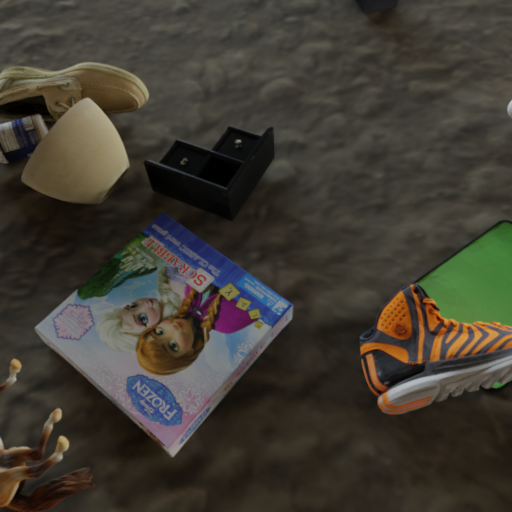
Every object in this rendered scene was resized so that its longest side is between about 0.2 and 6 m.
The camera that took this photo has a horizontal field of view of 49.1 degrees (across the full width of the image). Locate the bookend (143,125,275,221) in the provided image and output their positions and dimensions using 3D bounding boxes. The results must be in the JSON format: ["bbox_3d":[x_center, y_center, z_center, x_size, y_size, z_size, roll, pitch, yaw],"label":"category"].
[{"bbox_3d":[-0.709,-1.558,9.112,1.533,0.711,1.543,22,60,18],"label":"bookend"}]

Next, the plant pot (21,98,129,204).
[{"bbox_3d":[-2.657,-1.449,8.751,1.104,1.645,1.645,38,62,-12],"label":"plant pot"}]

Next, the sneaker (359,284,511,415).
[{"bbox_3d":[2.666,0.972,7.399,2.714,1.053,1.521,-14,60,-6],"label":"sneaker"}]

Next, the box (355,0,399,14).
[{"bbox_3d":[2.479,-5.531,11.690,0.778,0.479,0.771,-16,60,-9],"label":"box"}]

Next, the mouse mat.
[{"bbox_3d":[3.583,0.629,8.208,2.391,0.090,1.924,-32,64,-16],"label":"mouse mat"}]

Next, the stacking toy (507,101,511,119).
[{"bbox_3d":[5.461,-2.482,9.573,2.134,1.559,1.559,4,57,25],"label":"stacking toy"}]

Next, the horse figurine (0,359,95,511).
[{"bbox_3d":[-3.153,2.194,6.722,2.513,0.627,1.666,44,100,9],"label":"horse figurine"}]

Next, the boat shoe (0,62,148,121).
[{"bbox_3d":[-3.252,-2.689,9.717,2.797,1.009,0.909,5,64,10],"label":"boat shoe"}]

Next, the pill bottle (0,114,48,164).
[{"bbox_3d":[-4.093,-1.927,9.426,1.148,0.637,0.637,-19,61,-10],"label":"pill bottle"}]

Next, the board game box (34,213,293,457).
[{"bbox_3d":[-1.231,0.937,7.759,2.514,0.517,2.508,34,65,19],"label":"board game box"}]
